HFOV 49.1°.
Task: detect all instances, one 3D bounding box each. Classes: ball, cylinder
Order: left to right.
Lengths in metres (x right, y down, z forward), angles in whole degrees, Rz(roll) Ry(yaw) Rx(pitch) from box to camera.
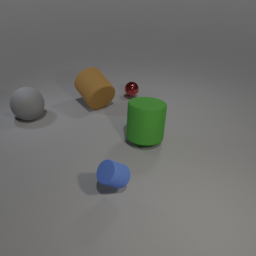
[{"bbox_3d":[-4.271,-1.035,11.897,1.400,1.400,1.400,0,31,0],"label":"ball"},{"bbox_3d":[-1.516,-1.808,12.782,1.400,1.400,1.400,-21,58,-30],"label":"cylinder"},{"bbox_3d":[-0.406,1.301,7.897,0.700,0.700,0.700,34,4,43],"label":"cylinder"},{"bbox_3d":[0.184,-1.920,13.733,0.700,0.700,0.700,0,31,0],"label":"ball"},{"bbox_3d":[0.660,-0.275,10.252,1.400,1.400,1.400,3,24,-1],"label":"cylinder"}]
